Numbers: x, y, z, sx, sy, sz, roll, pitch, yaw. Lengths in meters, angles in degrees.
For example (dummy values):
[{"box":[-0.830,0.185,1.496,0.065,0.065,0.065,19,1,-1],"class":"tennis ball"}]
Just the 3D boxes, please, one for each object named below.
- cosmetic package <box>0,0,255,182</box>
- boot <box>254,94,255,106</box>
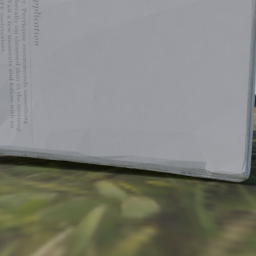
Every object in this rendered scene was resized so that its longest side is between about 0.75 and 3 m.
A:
[{"box":[0.027,-0.589,3.424,2.661,1.636,2.653,4,7,19],"class":"cosmetic package"},{"box":[2.388,-0.460,6.341,1.189,0.474,1.443,-36,-9,29],"class":"boot"}]
